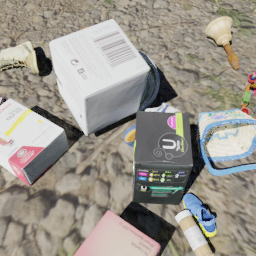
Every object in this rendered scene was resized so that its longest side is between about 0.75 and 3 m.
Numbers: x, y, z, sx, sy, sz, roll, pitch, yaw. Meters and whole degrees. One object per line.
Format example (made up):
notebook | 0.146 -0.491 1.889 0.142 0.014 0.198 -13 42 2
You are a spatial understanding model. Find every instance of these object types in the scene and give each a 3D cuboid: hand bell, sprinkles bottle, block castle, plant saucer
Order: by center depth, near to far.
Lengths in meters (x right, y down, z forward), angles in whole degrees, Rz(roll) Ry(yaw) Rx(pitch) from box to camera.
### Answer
sprinkles bottle | 1.902 3.093 8.061 0.483 0.483 1.415 -18 53 -14
block castle | 5.112 -1.117 10.891 1.247 0.876 1.866 16 72 12
plant saucer | -0.186 -1.835 11.518 2.919 0.733 2.919 0 77 -1
hand bell | 4.824 -3.894 13.499 1.393 1.393 2.676 -9 64 -7

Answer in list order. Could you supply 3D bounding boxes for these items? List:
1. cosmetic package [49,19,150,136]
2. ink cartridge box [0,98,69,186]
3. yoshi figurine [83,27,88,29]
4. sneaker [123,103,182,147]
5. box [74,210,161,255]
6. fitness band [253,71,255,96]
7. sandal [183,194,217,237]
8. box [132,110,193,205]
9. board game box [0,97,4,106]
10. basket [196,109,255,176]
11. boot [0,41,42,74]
cosmetic package | -0.976 -1.593 9.458 2.273 2.755 2.271 -27 70 -18
ink cartridge box | -3.794 0.402 9.811 2.713 1.131 1.969 28 56 21
yoshi figurine | -1.517 -3.680 13.231 1.513 1.507 2.692 -37 39 14
sneaker | 0.785 -0.131 10.514 2.571 0.968 1.133 -23 44 -27
box | -0.577 3.721 6.936 1.672 1.425 2.616 28 56 21
fitness band | 6.499 -1.787 11.979 2.078 0.541 2.893 5 52 4
sandal | 2.197 2.528 8.450 0.559 0.612 1.405 -27 54 -18
box | 0.934 0.970 8.474 1.552 2.497 1.854 2 51 2
board game box | -6.512 -0.651 11.232 2.697 0.262 1.388 -1 50 -1
basket | 3.374 0.491 9.339 2.215 1.748 2.513 -7 41 -7
boot | -5.077 -3.025 12.763 1.888 0.880 2.442 -20 48 -16
